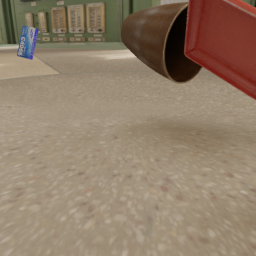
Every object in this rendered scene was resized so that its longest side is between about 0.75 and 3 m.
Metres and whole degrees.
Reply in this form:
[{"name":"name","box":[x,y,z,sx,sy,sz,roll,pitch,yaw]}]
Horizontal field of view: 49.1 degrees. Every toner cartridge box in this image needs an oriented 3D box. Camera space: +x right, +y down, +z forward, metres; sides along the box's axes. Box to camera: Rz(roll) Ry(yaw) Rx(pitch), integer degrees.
[{"name":"toner cartridge box","box":[-2.991,-2.537,8.345,0.433,0.912,0.197,14,6,10]}]

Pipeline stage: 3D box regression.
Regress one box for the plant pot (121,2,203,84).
[{"name":"plant pot","box":[1.023,-2.989,9.252,2.419,2.419,2.588,-18,35,-40]}]

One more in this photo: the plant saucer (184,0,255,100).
[{"name":"plant saucer","box":[1.939,-1.496,5.024,1.969,1.965,0.361,38,79,19]}]
